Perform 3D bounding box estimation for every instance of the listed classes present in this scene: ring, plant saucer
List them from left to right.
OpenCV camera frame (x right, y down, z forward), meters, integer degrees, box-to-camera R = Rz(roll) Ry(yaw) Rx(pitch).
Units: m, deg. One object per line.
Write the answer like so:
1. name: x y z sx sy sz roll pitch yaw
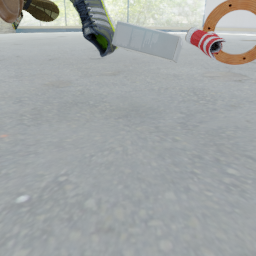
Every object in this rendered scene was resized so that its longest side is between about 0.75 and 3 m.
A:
1. plant saucer: -2.938 -3.354 6.752 1.553 1.553 0.284 20 36 39
2. ring: 2.936 -2.561 7.515 1.835 1.835 0.176 7 40 17

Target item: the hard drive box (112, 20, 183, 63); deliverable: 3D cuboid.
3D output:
1. hard drive box: 0.646 -2.589 8.563 1.873 0.719 1.460 18 13 10

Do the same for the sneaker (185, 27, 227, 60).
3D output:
1. sneaker: 1.395 -1.346 4.561 0.988 0.352 0.555 -8 42 -47

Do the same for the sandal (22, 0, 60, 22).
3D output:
1. sandal: -3.448 -4.483 9.894 2.361 0.638 0.948 4 -28 -47

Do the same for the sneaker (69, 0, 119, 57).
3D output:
1. sneaker: -1.219 -3.737 9.528 1.077 2.916 1.180 -18 33 37

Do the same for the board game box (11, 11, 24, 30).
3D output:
1. board game box: -3.700 -3.737 9.275 0.136 0.606 1.157 29 -10 -11
